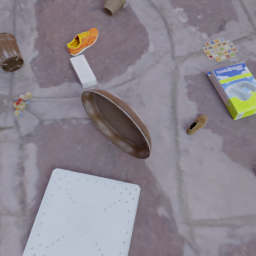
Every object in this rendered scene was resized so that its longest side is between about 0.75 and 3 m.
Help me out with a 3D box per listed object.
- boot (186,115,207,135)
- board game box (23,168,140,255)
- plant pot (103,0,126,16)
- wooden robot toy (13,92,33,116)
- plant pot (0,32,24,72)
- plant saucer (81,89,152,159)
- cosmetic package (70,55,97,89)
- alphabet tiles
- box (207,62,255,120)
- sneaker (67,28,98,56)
[{"bbox_3d":[2.546,-0.173,10.157,0.386,0.396,1.049,40,67,22],"label":"boot"},{"bbox_3d":[-1.302,2.885,8.478,2.895,0.375,2.896,11,62,5],"label":"board game box"},{"bbox_3d":[-0.714,-5.741,12.988,0.981,0.981,0.855,29,82,15],"label":"plant pot"},{"bbox_3d":[-4.129,-0.945,10.566,0.515,0.500,1.135,11,61,18],"label":"wooden robot toy"},{"bbox_3d":[-4.890,-2.997,11.338,1.194,1.194,1.182,-27,72,-14],"label":"plant pot"},{"bbox_3d":[-0.299,-0.166,8.655,2.826,2.826,0.453,36,67,18],"label":"plant saucer"},{"bbox_3d":[-1.811,-2.289,11.331,0.594,0.365,1.440,-22,63,-12],"label":"cosmetic package"},{"bbox_3d":[3.976,-3.391,12.122,1.423,0.045,1.184,-18,63,-10],"label":"alphabet tiles"},{"bbox_3d":[4.225,-1.563,10.831,1.442,0.564,2.365,-16,63,-10],"label":"box"},{"bbox_3d":[-1.877,-3.789,11.998,0.634,0.670,1.736,31,64,17],"label":"sneaker"}]
